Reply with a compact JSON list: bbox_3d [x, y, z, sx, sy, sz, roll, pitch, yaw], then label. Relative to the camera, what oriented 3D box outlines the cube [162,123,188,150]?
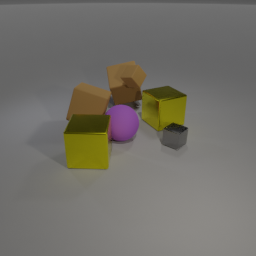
[{"bbox_3d":[1.787,0.303,10.632,0.700,0.700,0.700,22,33,34],"label":"cube"}]

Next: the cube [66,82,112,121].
[{"bbox_3d":[-1.602,-0.947,11.706,1.400,1.400,1.400,18,18,-3],"label":"cube"}]

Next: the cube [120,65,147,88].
[{"bbox_3d":[0.242,-2.220,12.044,0.700,0.700,0.700,10,65,44],"label":"cube"}]

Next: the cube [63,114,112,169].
[{"bbox_3d":[-1.315,0.441,9.621,1.400,1.400,1.400,1,28,2],"label":"cube"}]

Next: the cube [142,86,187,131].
[{"bbox_3d":[1.534,-0.890,12.170,1.400,1.400,1.400,-14,31,-24],"label":"cube"}]

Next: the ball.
[{"bbox_3d":[-0.267,-0.197,10.864,1.400,1.400,1.400,0,28,0],"label":"ball"}]

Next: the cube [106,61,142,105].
[{"bbox_3d":[-0.163,-2.169,13.630,1.400,1.400,1.400,-12,58,3],"label":"cube"}]
